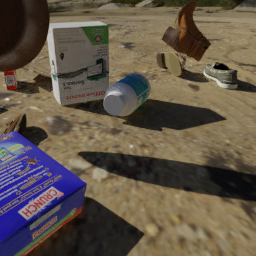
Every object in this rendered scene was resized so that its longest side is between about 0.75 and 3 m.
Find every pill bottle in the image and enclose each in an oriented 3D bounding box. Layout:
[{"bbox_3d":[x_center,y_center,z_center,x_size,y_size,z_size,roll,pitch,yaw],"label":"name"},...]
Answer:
[{"bbox_3d":[-0.045,-1.014,8.717,1.033,1.033,1.864,11,27,21],"label":"pill bottle"}]

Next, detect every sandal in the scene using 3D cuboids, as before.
[{"bbox_3d":[2.256,-3.173,13.159,0.922,1.028,2.804,-14,24,-12],"label":"sandal"}]

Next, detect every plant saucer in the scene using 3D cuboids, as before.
[{"bbox_3d":[-3.164,-2.600,6.303,2.726,2.726,0.499,2,20,4],"label":"plant saucer"}]

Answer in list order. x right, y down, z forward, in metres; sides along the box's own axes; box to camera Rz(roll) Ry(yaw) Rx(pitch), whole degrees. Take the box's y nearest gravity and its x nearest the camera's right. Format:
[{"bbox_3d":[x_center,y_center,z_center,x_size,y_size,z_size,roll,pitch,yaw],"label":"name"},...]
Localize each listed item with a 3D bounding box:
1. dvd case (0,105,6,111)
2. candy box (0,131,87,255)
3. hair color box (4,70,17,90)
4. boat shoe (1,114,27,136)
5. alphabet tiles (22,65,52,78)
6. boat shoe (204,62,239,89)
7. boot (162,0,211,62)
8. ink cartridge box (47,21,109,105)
[{"bbox_3d":[-4.648,-0.488,8.714,0.953,0.102,1.282,11,28,22],"label":"dvd case"},{"bbox_3d":[-1.934,1.017,4.525,1.938,0.747,1.639,29,35,26],"label":"candy box"},{"bbox_3d":[-4.721,-2.082,11.276,0.413,0.716,1.291,-9,28,-19],"label":"hair color box"},{"bbox_3d":[-2.985,-0.025,7.350,0.443,0.469,1.304,-2,26,-6],"label":"boat shoe"},{"bbox_3d":[-4.022,-2.486,11.926,1.846,0.070,2.219,11,12,-46],"label":"alphabet tiles"},{"bbox_3d":[3.916,-2.367,11.820,0.889,0.743,2.487,-3,26,-6],"label":"boat shoe"},{"bbox_3d":[1.763,-2.608,7.515,1.203,0.594,1.550,32,69,2],"label":"boot"},{"bbox_3d":[-1.627,-2.181,9.454,1.847,2.528,1.066,-13,31,-22],"label":"ink cartridge box"}]
